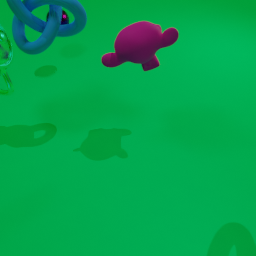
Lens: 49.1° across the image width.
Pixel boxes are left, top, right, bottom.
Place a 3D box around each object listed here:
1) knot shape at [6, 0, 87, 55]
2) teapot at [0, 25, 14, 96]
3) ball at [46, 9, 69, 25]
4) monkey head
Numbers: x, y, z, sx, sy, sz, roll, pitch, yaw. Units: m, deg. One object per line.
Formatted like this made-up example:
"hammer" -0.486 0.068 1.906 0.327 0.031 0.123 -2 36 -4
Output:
"knot shape" -2.065 -2.555 6.514 1.897 1.776 0.877 34 20 -21
"teapot" -1.968 -1.134 3.680 0.762 1.557 0.968 -13 23 18
"ball" -2.355 -3.617 9.389 0.767 0.767 0.767 0 45 0
"monkey head" 0.338 -1.817 6.588 1.834 1.319 1.105 -17 31 17
